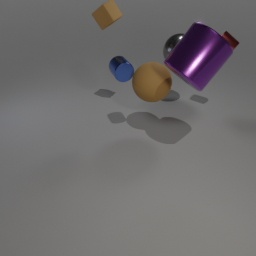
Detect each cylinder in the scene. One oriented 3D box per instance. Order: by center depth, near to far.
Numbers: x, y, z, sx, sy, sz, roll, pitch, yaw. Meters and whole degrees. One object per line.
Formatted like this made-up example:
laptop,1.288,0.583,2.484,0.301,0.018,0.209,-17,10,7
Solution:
cylinder,1.976,-2.003,7.983,1.400,1.400,1.400,37,11,-8
cylinder,-0.232,-2.027,9.600,0.700,0.700,0.700,-11,37,-17
cylinder,3.788,-3.248,10.815,0.700,0.700,0.700,43,40,1

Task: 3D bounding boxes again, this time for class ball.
ball,0.842,-1.610,9.871,1.400,1.400,1.400,0,31,0
ball,2.165,-3.215,11.695,1.400,1.400,1.400,0,31,0

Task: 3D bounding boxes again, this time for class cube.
cube,-0.774,-4.220,10.440,0.700,0.700,0.700,-20,23,43
